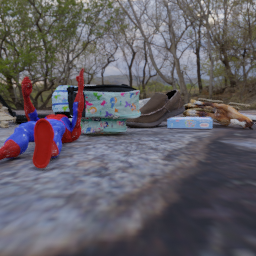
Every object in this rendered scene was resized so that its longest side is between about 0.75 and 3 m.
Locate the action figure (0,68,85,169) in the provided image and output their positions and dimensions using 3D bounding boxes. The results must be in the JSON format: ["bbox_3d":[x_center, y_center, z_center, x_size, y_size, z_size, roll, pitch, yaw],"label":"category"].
[{"bbox_3d":[-1.132,-0.315,3.927,0.890,1.350,2.727,0,2,-4],"label":"action figure"}]

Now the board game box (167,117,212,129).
[{"bbox_3d":[1.829,-0.165,8.169,1.181,0.286,1.561,1,3,15],"label":"board game box"}]

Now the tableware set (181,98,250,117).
[{"bbox_3d":[3.593,-0.618,12.192,2.907,0.583,1.922,4,-13,-26],"label":"tableware set"}]

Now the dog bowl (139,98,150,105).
[{"bbox_3d":[1.009,-0.936,12.493,2.425,0.711,2.425,-11,3,1],"label":"dog bowl"}]

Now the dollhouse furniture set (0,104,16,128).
[{"bbox_3d":[-3.978,-0.161,8.606,1.502,0.733,1.281,26,13,15],"label":"dollhouse furniture set"}]

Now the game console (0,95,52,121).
[{"bbox_3d":[-3.975,-0.938,10.423,2.117,1.401,2.408,-2,2,-22],"label":"game console"}]

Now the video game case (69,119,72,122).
[{"bbox_3d":[-1.714,-0.251,10.228,1.320,0.160,1.450,2,4,32],"label":"video game case"}]

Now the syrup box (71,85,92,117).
[{"bbox_3d":[-1.331,-0.904,10.205,1.114,1.152,2.829,0,5,-19],"label":"syrup box"}]

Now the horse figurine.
[{"bbox_3d":[2.696,-0.422,8.641,1.748,0.658,2.637,12,0,8],"label":"horse figurine"}]

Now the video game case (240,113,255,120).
[{"bbox_3d":[5.403,-0.473,12.120,1.179,0.144,1.649,12,10,26],"label":"video game case"}]

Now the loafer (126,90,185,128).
[{"bbox_3d":[0.787,-0.634,8.556,0.904,0.879,2.475,3,19,43],"label":"loafer"}]

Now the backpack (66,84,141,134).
[{"bbox_3d":[-0.472,-0.439,6.081,1.502,1.130,1.333,-10,9,-18],"label":"backpack"}]

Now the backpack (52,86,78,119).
[{"bbox_3d":[-2.247,-1.134,12.930,2.478,1.905,2.021,-15,8,-17],"label":"backpack"}]

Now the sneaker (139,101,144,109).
[{"bbox_3d":[0.005,-0.534,10.272,0.890,0.902,2.304,-13,-3,17],"label":"sneaker"}]
